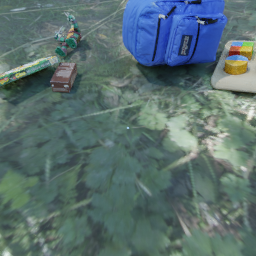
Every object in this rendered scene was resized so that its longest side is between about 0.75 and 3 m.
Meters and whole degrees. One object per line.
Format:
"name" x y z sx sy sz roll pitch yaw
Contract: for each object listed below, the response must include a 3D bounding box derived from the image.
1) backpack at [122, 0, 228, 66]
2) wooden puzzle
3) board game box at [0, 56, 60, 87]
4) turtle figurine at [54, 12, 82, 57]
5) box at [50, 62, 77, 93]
"backpack" 1.397 -3.190 8.927 2.928 2.379 2.457 -5 35 -16
"wooden puzzle" 4.210 -2.194 9.159 2.441 0.610 2.636 11 49 25
"board game box" -3.414 -1.836 9.040 1.168 0.262 2.229 12 36 44
"turtle figurine" -2.211 -3.579 10.632 0.936 1.392 1.860 21 46 -25
"box" -2.073 -1.675 9.183 0.584 0.437 1.167 4 43 4
